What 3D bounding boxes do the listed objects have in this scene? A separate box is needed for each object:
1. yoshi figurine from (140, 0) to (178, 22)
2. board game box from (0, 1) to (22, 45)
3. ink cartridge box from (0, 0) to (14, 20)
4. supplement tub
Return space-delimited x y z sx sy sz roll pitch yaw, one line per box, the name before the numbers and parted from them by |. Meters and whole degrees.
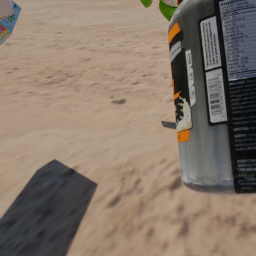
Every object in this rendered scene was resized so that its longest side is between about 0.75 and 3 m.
yoshi figurine | 0.932 -3.550 6.755 1.622 1.616 2.886 -35 80 -15
board game box | -3.286 -2.540 5.738 0.902 1.752 0.919 -25 48 34
ink cartridge box | -2.363 -2.475 3.842 0.878 1.514 2.090 -22 46 -6
supplement tub | 1.167 -0.513 2.965 1.399 2.283 1.399 -4 -7 0
